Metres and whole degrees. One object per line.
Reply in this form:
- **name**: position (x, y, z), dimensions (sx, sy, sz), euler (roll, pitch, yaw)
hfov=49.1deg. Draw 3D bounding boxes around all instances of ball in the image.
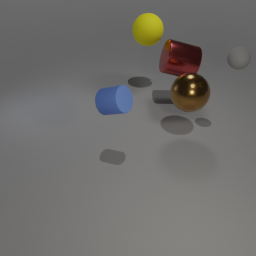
- **ball**: position (0.895, -4.427, 12.631), dimensions (1.400, 1.400, 1.400), euler (0, 32, 0)
- **ball**: position (2.213, -1.264, 9.995), dimensions (1.400, 1.400, 1.400), euler (0, 32, 0)
- **ball**: position (3.473, -2.178, 8.753), dimensions (0.700, 0.700, 0.700), euler (0, 32, 0)

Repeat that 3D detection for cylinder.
- **cylinder**: position (-0.350, -0.696, 7.090), dimensions (0.700, 0.700, 0.700), euler (-3, 26, 36)
- **cylinder**: position (2.197, -2.903, 11.882), dimensions (1.400, 1.400, 1.400), euler (11, 31, -11)
